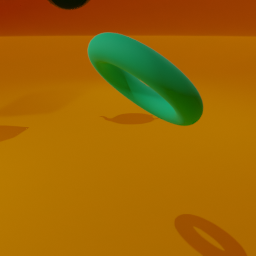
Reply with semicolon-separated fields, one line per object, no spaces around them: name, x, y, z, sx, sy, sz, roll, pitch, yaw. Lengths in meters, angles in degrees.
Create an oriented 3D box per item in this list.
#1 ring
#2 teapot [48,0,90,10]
ring;0.130;-0.366;2.275;1.061;0.212;1.061;34;-5;4
teapot;-1.383;-3.222;6.104;1.881;1.169;0.921;-13;64;1
